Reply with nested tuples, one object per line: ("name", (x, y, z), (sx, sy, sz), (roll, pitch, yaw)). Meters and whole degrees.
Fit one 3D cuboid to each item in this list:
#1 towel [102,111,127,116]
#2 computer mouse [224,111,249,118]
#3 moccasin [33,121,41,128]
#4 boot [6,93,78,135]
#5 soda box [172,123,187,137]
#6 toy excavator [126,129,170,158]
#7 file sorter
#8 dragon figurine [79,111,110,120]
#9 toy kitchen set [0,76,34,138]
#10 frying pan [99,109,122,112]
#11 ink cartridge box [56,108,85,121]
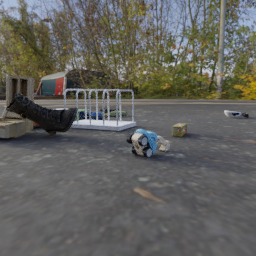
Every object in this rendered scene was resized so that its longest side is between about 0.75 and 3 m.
("towel", (-0.851, -0.863, 17.077), (1.413, 0.258, 1.048), (-7, 9, -38))
("computer mouse", (6.096, -0.756, 15.992), (1.694, 0.372, 0.929), (2, 10, -35))
("moccasin", (-3.536, -0.473, 11.652), (2.326, 0.898, 0.851), (-3, 8, -23))
("boot", (-2.779, -0.518, 8.881), (1.808, 0.719, 2.077), (35, -39, -32))
("soda box", (1.796, 0.061, 9.725), (0.331, 0.351, 1.035), (3, 8, 22))
("toy excavator", (0.578, 0.340, 6.746), (0.501, 0.974, 1.002), (8, 39, 48))
("file sorter", (-1.166, -0.825, 11.721), (2.574, 1.603, 1.786), (4, 9, 23))
("dragon figurine", (-1.646, -0.525, 13.342), (0.943, 0.558, 1.897), (-6, 8, -34))
("toy kitchen set", (-4.431, -0.791, 9.443), (1.792, 1.982, 2.197), (4, 8, 0))
("frying pan", (-1.057, -1.078, 16.955), (1.369, 0.223, 0.828), (0, 8, -2))
("ink cartridge box", (-2.935, -0.663, 14.284), (1.945, 0.577, 1.010), (5, 9, 36))
